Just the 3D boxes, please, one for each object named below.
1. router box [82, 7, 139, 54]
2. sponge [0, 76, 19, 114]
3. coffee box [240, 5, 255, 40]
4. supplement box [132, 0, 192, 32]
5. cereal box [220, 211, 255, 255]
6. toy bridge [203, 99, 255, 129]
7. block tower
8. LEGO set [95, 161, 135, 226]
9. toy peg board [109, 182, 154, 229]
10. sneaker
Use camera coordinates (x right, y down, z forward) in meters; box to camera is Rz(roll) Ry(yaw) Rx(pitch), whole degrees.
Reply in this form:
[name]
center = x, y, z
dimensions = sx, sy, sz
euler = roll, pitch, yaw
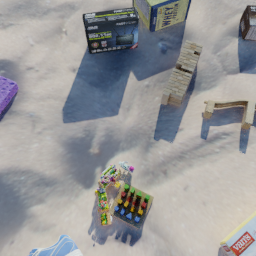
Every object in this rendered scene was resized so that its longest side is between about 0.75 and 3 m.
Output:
[router box]
center = -0.549, -3.286, 9.535
dimensions = 1.817, 1.362, 0.565
euler = -10, 64, -4
[sponge]
center = -4.737, -0.624, 8.782
dimensions = 1.434, 0.383, 2.571
euler = 21, 65, 10
[coffee box]
center = 5.127, -3.753, 10.113
dimensions = 1.845, 0.736, 1.043
euler = 5, 64, 3
[supplement box]
center = 1.215, -4.710, 10.391
dimensions = 1.606, 1.078, 1.604
euler = -23, 66, -11
[cereal box]
center = 3.941, 3.326, 6.731
dimensions = 2.028, 0.557, 2.819
euler = -33, 68, -15
[toy bridge]
center = 3.726, -0.425, 8.684
dimensions = 2.779, 0.378, 0.934
euler = 18, 62, 9
[block tower]
center = 1.798, -1.769, 9.201
dimensions = 0.674, 0.630, 2.331
euler = 22, 66, 12
[LEGO set]
center = -0.515, 1.630, 7.502
dimensions = 0.837, 0.678, 1.820
euler = 21, 66, 10
[toy peg board]
center = 0.091, 2.008, 7.442
dimensions = 0.939, 0.459, 0.935
euler = 24, 66, 12
[sneaker]
center = -2.213, 3.487, 6.602
dimensions = 2.443, 0.925, 0.941
euler = -27, 45, -13
